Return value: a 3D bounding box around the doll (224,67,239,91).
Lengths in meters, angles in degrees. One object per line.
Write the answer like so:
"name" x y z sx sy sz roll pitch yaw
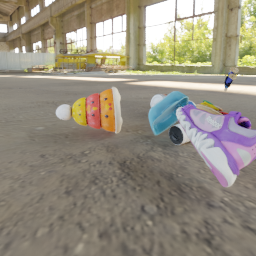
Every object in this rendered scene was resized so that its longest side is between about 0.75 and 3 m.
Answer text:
"doll" 4.242 -1.996 11.717 0.355 1.000 1.465 17 -6 11

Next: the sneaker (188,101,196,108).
"sneaker" 2.415 -0.739 10.773 0.499 0.344 0.897 -16 54 -45

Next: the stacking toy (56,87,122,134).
"stacking toy" -1.124 -0.443 8.035 1.850 1.352 1.352 -5 14 -5

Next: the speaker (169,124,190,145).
"speaker" 1.689 0.053 7.391 1.290 0.524 0.524 -15 20 -35

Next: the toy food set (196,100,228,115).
"toy food set" 2.783 -0.502 9.091 1.220 0.297 1.208 29 0 1

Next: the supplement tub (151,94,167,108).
"supplement tub" 1.562 -0.934 11.040 1.256 0.769 0.769 -3 12 -43

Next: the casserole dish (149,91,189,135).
"casserole dish" 0.998 -0.384 7.179 1.125 0.360 1.858 -37 -17 -1

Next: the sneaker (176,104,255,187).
"sneaker" 1.624 0.069 5.056 1.018 0.926 2.302 -35 23 8
